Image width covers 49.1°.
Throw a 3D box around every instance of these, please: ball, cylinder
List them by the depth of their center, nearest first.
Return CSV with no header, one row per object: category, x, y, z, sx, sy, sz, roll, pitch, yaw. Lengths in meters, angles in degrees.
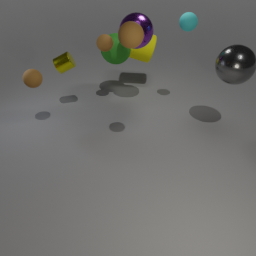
ball,0.079,-2.512,7.568,0.700,0.700,0.700,0,33,0
ball,3.837,-2.252,9.993,1.400,1.400,1.400,0,33,0
ball,-3.529,-1.833,10.371,0.700,0.700,0.700,0,33,0
ball,2.337,-4.101,10.834,0.700,0.700,0.700,0,33,0
ball,0.334,-3.936,11.363,1.400,1.400,1.400,0,33,0
ball,-0.962,-3.533,11.636,0.700,0.700,0.700,0,33,0
cylinder,-2.662,-2.729,11.714,0.700,0.700,0.700,-25,32,10
ball,-0.565,-3.658,12.959,1.400,1.400,1.400,0,33,0
cylinder,0.551,-4.152,14.088,1.400,1.400,1.400,15,31,-9
